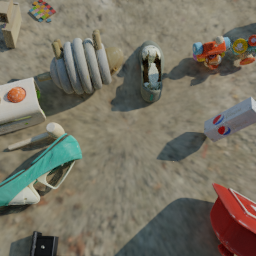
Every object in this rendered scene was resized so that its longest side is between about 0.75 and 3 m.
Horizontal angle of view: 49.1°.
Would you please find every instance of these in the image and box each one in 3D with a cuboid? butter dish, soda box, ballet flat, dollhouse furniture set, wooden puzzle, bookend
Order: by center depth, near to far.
[{"bbox_3d":[2.357,2.195,5.856,1.662,1.667,1.232,29,102,-6],"label":"butter dish"},{"bbox_3d":[-1.597,2.780,6.082,0.969,0.446,0.963,3,66,1],"label":"bookend"},{"bbox_3d":[-2.152,1.214,6.577,2.607,0.878,0.917,-39,86,-13],"label":"ballet flat"},{"bbox_3d":[2.507,-0.177,6.789,0.429,1.348,0.459,39,42,-19],"label":"soda box"},{"bbox_3d":[0.702,-1.775,7.936,0.730,0.690,2.166,0,66,0],"label":"ballet flat"},{"bbox_3d":[-4.125,-3.286,8.102,1.685,1.591,1.100,6,66,-10],"label":"dollhouse furniture set"},{"bbox_3d":[-2.802,-3.823,9.163,0.639,0.076,1.078,-40,72,-16],"label":"wooden puzzle"}]

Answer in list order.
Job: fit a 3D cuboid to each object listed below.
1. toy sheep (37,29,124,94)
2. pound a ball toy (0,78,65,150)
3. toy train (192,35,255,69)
[{"bbox_3d":[-1.255,-1.653,7.432,2.338,1.612,1.612,-12,67,2],"label":"toy sheep"},{"bbox_3d":[-3.081,-0.286,7.071,2.563,1.089,1.671,-16,67,-6],"label":"pound a ball toy"},{"bbox_3d":[2.822,-2.029,7.553,2.579,1.937,0.717,-12,96,-10],"label":"toy train"}]
